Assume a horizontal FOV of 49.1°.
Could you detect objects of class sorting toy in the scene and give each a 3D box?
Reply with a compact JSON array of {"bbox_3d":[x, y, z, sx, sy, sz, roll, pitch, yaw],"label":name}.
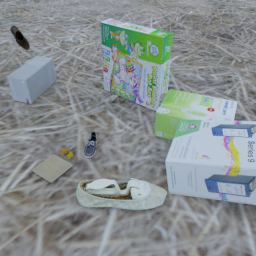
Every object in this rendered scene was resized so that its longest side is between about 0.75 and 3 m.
[{"bbox_3d":[-2.138,1.122,8.534,0.951,0.171,1.276,19,40,31],"label":"sorting toy"}]

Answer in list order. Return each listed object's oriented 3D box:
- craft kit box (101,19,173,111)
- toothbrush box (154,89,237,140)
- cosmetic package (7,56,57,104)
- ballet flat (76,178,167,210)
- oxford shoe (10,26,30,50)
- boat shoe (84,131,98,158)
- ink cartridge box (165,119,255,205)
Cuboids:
[{"bbox_3d":[0.248,-2.462,10.999,2.958,2.995,0.727,23,42,30],"label":"craft kit box"},{"bbox_3d":[2.342,-0.318,9.712,2.442,1.051,1.778,16,40,18],"label":"toothbrush box"},{"bbox_3d":[-4.043,-2.113,12.036,1.004,1.189,2.225,13,37,15],"label":"cosmetic package"},{"bbox_3d":[-0.141,1.673,7.264,2.420,0.754,0.816,-2,37,-4],"label":"ballet flat"},{"bbox_3d":[-3.446,-2.832,9.050,0.326,0.897,0.379,-40,59,-6],"label":"oxford shoe"},{"bbox_3d":[-1.219,0.525,9.167,0.390,0.337,1.074,4,37,5],"label":"boat shoe"},{"bbox_3d":[2.699,0.817,7.595,2.923,1.279,2.124,4,35,22],"label":"ink cartridge box"}]
